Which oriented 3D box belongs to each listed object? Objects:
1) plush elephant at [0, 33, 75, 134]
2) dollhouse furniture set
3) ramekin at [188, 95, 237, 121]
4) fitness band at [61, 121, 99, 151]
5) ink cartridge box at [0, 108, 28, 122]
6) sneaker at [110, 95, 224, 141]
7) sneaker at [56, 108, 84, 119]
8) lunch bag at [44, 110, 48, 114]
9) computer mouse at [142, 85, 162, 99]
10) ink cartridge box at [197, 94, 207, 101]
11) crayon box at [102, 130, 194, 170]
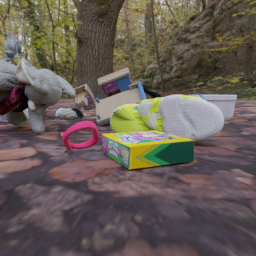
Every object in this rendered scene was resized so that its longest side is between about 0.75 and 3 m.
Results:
[{"bbox_3d":[-2.785,-0.898,7.727,2.261,2.921,2.405,23,8,21],"label":"plush elephant"},{"bbox_3d":[-0.518,-0.486,10.483,2.704,1.869,2.864,-21,38,6],"label":"dollhouse furniture set"},{"bbox_3d":[3.499,-0.875,11.778,1.970,1.034,1.970,0,7,0],"label":"ramekin"},{"bbox_3d":[-0.848,0.165,5.055,0.639,0.167,0.890,-17,-26,-8],"label":"fitness band"},{"bbox_3d":[-4.595,-0.775,11.881,2.136,0.631,2.669,2,12,23],"label":"ink cartridge box"},{"bbox_3d":[1.016,-0.270,6.872,2.839,1.075,1.491,4,8,33],"label":"sneaker"},{"bbox_3d":[-2.495,-0.584,12.006,1.307,0.470,0.474,4,-31,-42],"label":"sneaker"},{"bbox_3d":[-4.891,-0.964,13.745,1.727,0.712,1.388,0,9,-1],"label":"lunch bag"},{"bbox_3d":[0.705,-1.060,11.926,1.316,0.431,1.875,32,-23,15],"label":"computer mouse"},{"bbox_3d":[2.220,-0.524,8.774,0.418,0.724,0.992,-35,5,42],"label":"ink cartridge box"},{"bbox_3d":[0.282,0.329,4.848,1.140,0.385,1.321,-5,8,-23],"label":"crayon box"}]
